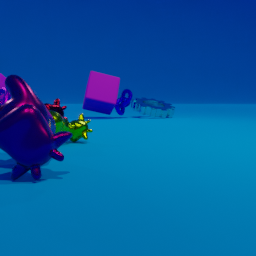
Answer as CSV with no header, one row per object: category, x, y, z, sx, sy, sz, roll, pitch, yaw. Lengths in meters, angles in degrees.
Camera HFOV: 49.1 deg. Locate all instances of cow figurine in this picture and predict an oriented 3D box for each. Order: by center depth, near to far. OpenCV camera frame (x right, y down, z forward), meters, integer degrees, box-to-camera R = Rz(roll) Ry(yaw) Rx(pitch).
cow figurine,-1.050,0.028,3.016,0.688,1.233,1.253,-38,-17,-7
cow figurine,-1.094,-0.027,4.702,0.923,0.515,0.938,-13,-20,-4
cow figurine,-2.430,-0.325,7.384,1.467,0.818,1.491,-7,5,-29

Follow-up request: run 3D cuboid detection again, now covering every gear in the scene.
gear,1.157,-0.960,12.969,1.984,0.367,1.984,9,19,-3

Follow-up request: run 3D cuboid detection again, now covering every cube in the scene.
cube,-1.175,-1.481,12.108,1.280,1.280,1.280,12,-21,-11

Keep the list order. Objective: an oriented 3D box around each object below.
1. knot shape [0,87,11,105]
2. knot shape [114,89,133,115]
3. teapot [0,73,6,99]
knot shape,-3.131,-0.543,6.902,0.495,1.003,1.072,-3,-26,-24
knot shape,-0.180,-1.196,12.474,0.561,1.137,1.215,29,17,1
teapot,-4.090,-1.092,8.351,0.968,1.976,1.229,-6,-15,-23
